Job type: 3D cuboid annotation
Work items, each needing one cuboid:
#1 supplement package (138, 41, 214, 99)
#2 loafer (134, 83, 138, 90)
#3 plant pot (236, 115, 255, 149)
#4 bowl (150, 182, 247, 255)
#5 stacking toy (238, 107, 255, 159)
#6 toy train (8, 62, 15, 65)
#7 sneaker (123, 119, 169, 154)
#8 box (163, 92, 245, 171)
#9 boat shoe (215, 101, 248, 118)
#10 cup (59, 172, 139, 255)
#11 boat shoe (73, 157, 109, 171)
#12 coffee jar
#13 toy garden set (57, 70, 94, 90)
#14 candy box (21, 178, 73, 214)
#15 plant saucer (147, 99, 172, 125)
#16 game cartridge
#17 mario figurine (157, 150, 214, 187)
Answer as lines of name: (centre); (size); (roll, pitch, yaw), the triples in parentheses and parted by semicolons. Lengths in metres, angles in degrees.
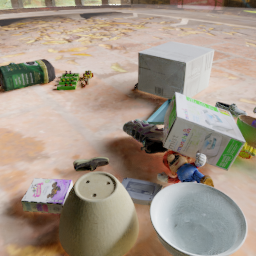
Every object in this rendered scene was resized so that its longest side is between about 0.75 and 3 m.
supplement package: (2.474, -3.016, 14.640); (2.777, 2.136, 2.904); (23, 38, 34)
loafer: (0.533, -2.251, 15.211); (0.282, 0.284, 0.780); (13, 34, 13)
plant pot: (4.521, 0.251, 10.185); (1.418, 0.952, 1.418); (14, 23, -6)
bowl: (1.580, 2.390, 6.671); (2.202, 0.990, 2.202); (1, 31, 0)
stacking toy: (4.710, -0.287, 9.005); (0.655, 2.788, 2.102); (34, 65, 3)
toy train: (-6.525, -3.338, 16.647); (1.846, 0.786, 1.052); (7, 44, 7)
sneaker: (0.592, 0.392, 10.220); (2.074, 0.806, 1.451); (11, 32, 18)
box: (2.441, 0.021, 9.682); (2.257, 1.237, 2.558); (21, 25, 0)
boat shoe: (4.628, -0.860, 12.603); (1.475, 0.525, 0.515); (17, 35, 26)
cup: (-0.751, 1.971, 6.910); (2.063, 1.476, 2.063); (-1, 31, 0)
boat shoe: (-1.197, 1.238, 9.238); (1.196, 0.438, 0.388); (-8, 44, -9)
coffee jar: (-5.550, -2.970, 15.452); (2.903, 1.239, 1.514); (-19, 35, -28)
toy garden set: (-2.954, -2.821, 15.981); (1.880, 0.450, 2.255); (-2, 31, -3)
candy box: (-2.272, 1.924, 8.012); (1.175, 0.420, 0.985); (2, 31, 4)
plant saucer: (1.712, -0.741, 12.424); (0.868, 0.235, 2.481); (1, 29, 32)
game cartridge: (0.350, 1.886, 8.282); (1.241, 0.258, 0.827); (9, 36, 14)
mario figurine: (1.580, 1.239, 8.371); (1.287, 1.105, 2.084); (-13, 24, -13)
